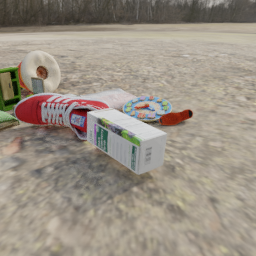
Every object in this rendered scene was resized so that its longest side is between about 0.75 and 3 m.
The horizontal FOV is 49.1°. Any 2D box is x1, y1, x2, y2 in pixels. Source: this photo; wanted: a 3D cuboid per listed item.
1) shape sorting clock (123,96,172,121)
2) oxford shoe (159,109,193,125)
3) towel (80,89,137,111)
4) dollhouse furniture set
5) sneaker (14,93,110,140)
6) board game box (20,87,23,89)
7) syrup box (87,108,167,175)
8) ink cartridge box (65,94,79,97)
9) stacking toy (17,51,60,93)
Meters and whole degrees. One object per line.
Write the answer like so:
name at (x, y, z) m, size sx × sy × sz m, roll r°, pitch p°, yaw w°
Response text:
shape sorting clock at (0.644, -0.688, 9.343) m, size 1.654 × 0.324 × 1.654 m, roll -3°, pitch 37°, yaw 2°
oxford shoe at (1.473, -0.295, 8.803) m, size 1.123 × 0.400 × 0.407 m, roll -11°, pitch -7°, yaw -13°
towel at (-0.653, -1.036, 10.483) m, size 1.950 × 0.314 × 1.863 m, roll -13°, pitch 27°, yaw -26°
dollhouse furniture set at (-4.134, -0.927, 8.808) m, size 1.830 × 1.402 × 2.794 m, roll 14°, pitch 27°, yaw 29°
sneaker at (-1.854, -0.347, 7.961) m, size 2.850 × 1.015 × 1.603 m, roll -2°, pitch 20°, yaw -9°
board game box at (-5.280, -1.971, 12.900) m, size 0.688 × 0.154 × 1.313 m, roll -13°, pitch 26°, yaw -24°
syrup box at (-0.113, 0.213, 6.372) m, size 0.802 × 0.776 × 1.971 m, roll -14°, pitch 28°, yaw -39°
ink cartridge box at (-1.983, -0.800, 9.704) m, size 1.137 × 0.472 × 0.833 m, roll 21°, pitch 31°, yaw 40°
stacking toy at (-4.278, -2.222, 12.062) m, size 2.464 × 1.801 × 1.801 m, roll -1°, pitch 17°, yaw 41°
